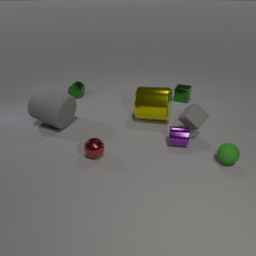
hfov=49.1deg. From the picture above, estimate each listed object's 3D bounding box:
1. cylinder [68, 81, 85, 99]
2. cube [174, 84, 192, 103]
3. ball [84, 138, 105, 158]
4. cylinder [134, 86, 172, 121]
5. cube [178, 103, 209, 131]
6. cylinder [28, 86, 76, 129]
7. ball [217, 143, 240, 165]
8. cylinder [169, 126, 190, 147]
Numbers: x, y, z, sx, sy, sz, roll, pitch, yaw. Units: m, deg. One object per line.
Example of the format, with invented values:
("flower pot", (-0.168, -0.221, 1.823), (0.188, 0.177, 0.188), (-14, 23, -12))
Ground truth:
("cylinder", (-2.646, -1.962, 14.430), (0.700, 0.700, 0.700), (4, 28, 8))
("cube", (2.735, -1.724, 13.995), (0.700, 0.700, 0.700), (11, 30, 20))
("ball", (-1.145, 0.674, 9.504), (0.700, 0.700, 0.700), (0, 28, 0))
("cylinder", (1.090, -1.038, 11.886), (1.400, 1.400, 1.400), (5, 28, 14))
("cube", (2.426, -0.407, 10.434), (0.700, 0.700, 0.700), (-50, 9, -14))
("cylinder", (-3.042, -0.845, 11.323), (1.400, 1.400, 1.400), (21, 33, 15))
("ball", (3.262, 0.837, 9.096), (0.700, 0.700, 0.700), (0, 28, 0))
("cylinder", (1.860, 0.300, 10.201), (0.700, 0.700, 0.700), (5, 28, 9))
